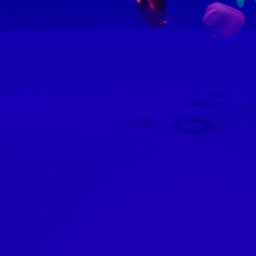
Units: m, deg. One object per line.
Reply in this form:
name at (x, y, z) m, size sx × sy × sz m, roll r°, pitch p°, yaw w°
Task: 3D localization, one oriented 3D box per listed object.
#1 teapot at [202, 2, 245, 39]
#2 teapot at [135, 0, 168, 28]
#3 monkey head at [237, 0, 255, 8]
teapot at (2.534, -2.785, 7.454) m, size 1.680 × 0.823 × 1.045 m, roll -3°, pitch 37°, yaw -40°
teapot at (0.498, -2.314, 5.406) m, size 0.540 × 1.103 × 0.686 m, roll -36°, pitch 51°, yaw -1°
monkey head at (3.335, -3.748, 7.625) m, size 0.737 × 0.880 × 1.223 m, roll 0°, pitch -24°, yaw 31°
